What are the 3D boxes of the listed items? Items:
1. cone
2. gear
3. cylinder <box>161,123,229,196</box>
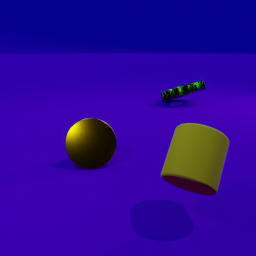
[{"bbox_3d":[-0.775,0.389,5.982,1.011,1.011,1.014,-2,-10,-6],"label":"cone"},{"bbox_3d":[2.245,-1.490,11.466,1.809,0.335,1.809,-15,1,0],"label":"gear"},{"bbox_3d":[0.893,0.424,3.737,0.737,0.737,0.737,19,-19,7],"label":"cylinder"}]
